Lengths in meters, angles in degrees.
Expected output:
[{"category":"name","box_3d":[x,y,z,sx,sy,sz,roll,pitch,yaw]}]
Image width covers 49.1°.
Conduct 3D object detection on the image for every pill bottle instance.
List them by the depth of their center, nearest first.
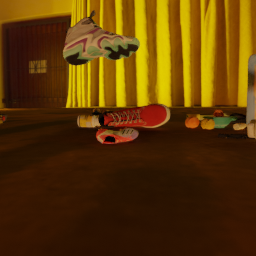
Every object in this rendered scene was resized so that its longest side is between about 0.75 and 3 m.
[{"category":"pill bottle","box_3d":[-1.554,-0.281,11.355,0.887,0.497,0.497,0,5,7]}]

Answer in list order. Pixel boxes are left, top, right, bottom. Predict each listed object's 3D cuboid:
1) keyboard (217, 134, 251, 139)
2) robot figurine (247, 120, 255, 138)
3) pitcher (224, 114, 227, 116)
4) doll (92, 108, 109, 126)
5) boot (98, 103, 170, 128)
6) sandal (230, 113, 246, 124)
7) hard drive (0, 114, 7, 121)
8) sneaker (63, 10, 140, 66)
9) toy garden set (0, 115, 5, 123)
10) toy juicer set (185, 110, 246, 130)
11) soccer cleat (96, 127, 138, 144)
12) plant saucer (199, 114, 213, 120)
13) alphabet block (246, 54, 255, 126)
[{"category":"keyboard","box_3d":[3.138,0.226,8.065,1.073,0.110,0.682,1,5,20]},{"category":"robot figurine","box_3d":[3.599,0.042,6.876,1.201,0.678,1.019,5,28,39]},{"category":"pitcher","box_3d":[4.903,-0.539,14.596,0.765,0.464,0.656,8,-4,-18]},{"category":"doll","box_3d":[-1.343,-0.455,12.743,1.612,0.573,2.363,9,11,-5]},{"category":"boot","box_3d":[0.151,-0.392,10.644,2.569,0.930,1.853,-6,1,41]},{"category":"sandal","box_3d":[5.484,-0.470,13.449,1.990,0.476,0.748,5,7,43]},{"category":"hard drive","box_3d":[-7.263,-0.505,14.215,1.916,0.406,1.292,-4,7,-35]},{"category":"sneaker","box_3d":[-0.786,-2.683,7.886,2.164,1.514,0.841,-6,-20,4]},{"category":"toy garden set","box_3d":[-6.715,-0.500,12.872,1.604,0.384,1.925,-5,19,-38]},{"category":"toy juicer set","box_3d":[3.497,-0.350,10.915,2.642,0.719,1.681,3,6,23]},{"category":"soccer cleat","box_3d":[-0.225,0.232,7.018,1.175,0.392,0.449,2,32,-29]},{"category":"plant saucer","box_3d":[4.442,-0.618,16.083,1.191,0.285,1.189,-1,5,-3]},{"category":"alphabet block","box_3d":[6.070,-1.267,9.983,2.766,2.716,2.702,-5,9,-44]}]
